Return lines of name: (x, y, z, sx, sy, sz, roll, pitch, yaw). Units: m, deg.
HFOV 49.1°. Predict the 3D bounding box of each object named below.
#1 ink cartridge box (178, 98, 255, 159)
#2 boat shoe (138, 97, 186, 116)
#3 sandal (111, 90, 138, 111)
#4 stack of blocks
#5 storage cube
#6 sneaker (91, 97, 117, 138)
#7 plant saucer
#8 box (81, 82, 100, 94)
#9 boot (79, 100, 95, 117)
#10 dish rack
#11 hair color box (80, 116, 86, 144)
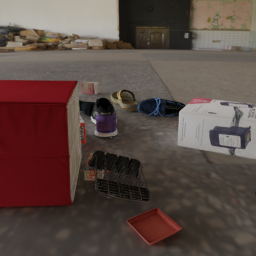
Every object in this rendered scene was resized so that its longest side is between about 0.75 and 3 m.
ink cartridge box: (3.388, -0.063, 9.232, 2.969, 1.252, 2.149, 9, 22, 24)
boat shoe: (1.534, -0.958, 12.174, 2.164, 0.911, 0.743, -3, 8, -3)
sandal: (-0.125, -1.514, 13.981, 1.093, 0.735, 2.722, -6, 21, -15)
stack of blocks: (-0.791, 1.029, 7.610, 0.610, 0.310, 1.059, 1, 20, 2)
storage cube: (-2.519, 0.237, 6.756, 2.539, 2.414, 2.825, 0, 20, -5)
sneaker: (-0.885, -0.677, 10.959, 1.060, 1.225, 2.798, -4, 20, -11)
plant saucer: (0.493, 1.917, 5.423, 0.784, 0.144, 0.783, -11, 23, -31)
box: (-2.214, -2.360, 16.481, 0.977, 0.624, 0.532, 4, 20, 10)
boot: (-2.203, -0.910, 12.454, 1.360, 0.618, 1.618, 4, 13, 0)
dish rack: (-0.210, 1.184, 6.540, 1.372, 0.488, 1.789, 14, 22, -14)
hair color box: (-2.761, 0.114, 9.391, 2.510, 0.769, 1.274, -6, 18, -16)
